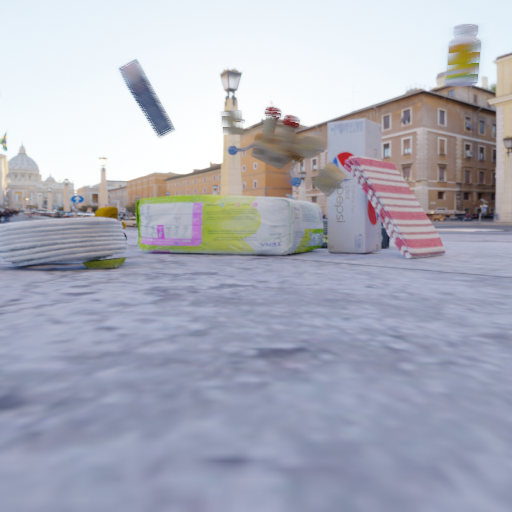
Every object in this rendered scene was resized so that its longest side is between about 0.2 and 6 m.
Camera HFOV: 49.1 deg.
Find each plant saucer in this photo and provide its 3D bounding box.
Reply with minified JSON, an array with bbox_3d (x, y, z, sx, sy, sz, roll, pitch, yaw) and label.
[{"bbox_3d":[-2.269,0.117,8.423,0.533,0.128,0.534,-5,3,4],"label":"plant saucer"}]

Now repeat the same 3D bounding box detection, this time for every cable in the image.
[{"bbox_3d":[-3.000,-0.240,8.738,1.946,0.674,1.946,-4,2,-7],"label":"cable"}]

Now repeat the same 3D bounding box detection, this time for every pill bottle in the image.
[{"bbox_3d":[3.389,-3.270,9.144,0.507,0.914,0.507,1,10,0],"label":"pill bottle"}]

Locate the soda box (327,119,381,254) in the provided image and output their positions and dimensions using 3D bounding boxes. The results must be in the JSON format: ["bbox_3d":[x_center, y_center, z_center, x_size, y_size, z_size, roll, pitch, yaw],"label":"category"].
[{"bbox_3d":[2.226,-1.521,12.610,0.931,2.925,0.996,2,4,34],"label":"soda box"}]

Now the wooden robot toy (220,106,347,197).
[{"bbox_3d":[0.593,-2.042,9.978,2.465,1.086,1.119,28,30,13],"label":"wooden robot toy"}]

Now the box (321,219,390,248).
[{"bbox_3d":[2.121,-0.651,16.009,3.120,0.796,2.460,1,2,6],"label":"box"}]

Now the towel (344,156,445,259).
[{"bbox_3d":[2.917,-0.993,11.615,1.804,2.466,0.369,-4,-28,-49],"label":"towel"}]

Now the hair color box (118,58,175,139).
[{"bbox_3d":[-2.069,-2.971,10.675,0.413,0.683,1.366,-28,-39,-1],"label":"hair color box"}]

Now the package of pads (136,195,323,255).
[{"bbox_3d":[-0.571,-0.727,13.057,3.786,1.291,2.925,1,4,19],"label":"package of pads"}]

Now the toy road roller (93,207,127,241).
[{"bbox_3d":[-4.663,-0.876,16.590,1.615,1.179,0.993,-3,4,-38],"label":"toy road roller"}]
